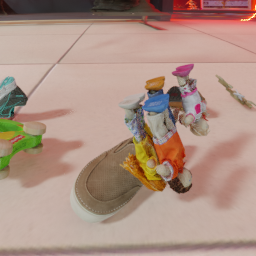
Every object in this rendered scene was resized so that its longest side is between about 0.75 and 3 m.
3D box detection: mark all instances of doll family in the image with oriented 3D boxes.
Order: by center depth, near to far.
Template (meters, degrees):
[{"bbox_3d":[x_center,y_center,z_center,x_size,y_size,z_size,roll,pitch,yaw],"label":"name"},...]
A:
[{"bbox_3d":[0.593,0.072,4.781,1.212,1.670,2.690,-8,22,29],"label":"doll family"}]

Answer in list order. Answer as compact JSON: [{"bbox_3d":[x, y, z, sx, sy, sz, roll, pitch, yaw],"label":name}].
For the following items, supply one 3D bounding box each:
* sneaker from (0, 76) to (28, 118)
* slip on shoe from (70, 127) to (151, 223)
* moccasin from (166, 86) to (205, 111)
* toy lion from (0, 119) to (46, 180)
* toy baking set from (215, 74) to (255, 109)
[{"bbox_3d":[-3.686,-0.545,7.872,2.050,0.935,0.795,-28,36,20],"label":"sneaker"},{"bbox_3d":[0.038,0.684,5.317,1.042,0.830,2.740,45,40,16],"label":"slip on shoe"},{"bbox_3d":[1.728,-0.897,8.704,0.778,0.737,2.015,34,-9,-20],"label":"moccasin"},{"bbox_3d":[-2.976,0.210,5.691,1.935,0.693,2.019,18,20,8],"label":"toy lion"},{"bbox_3d":[3.395,-1.074,8.866,1.421,0.215,1.851,19,26,-50],"label":"toy baking set"}]
